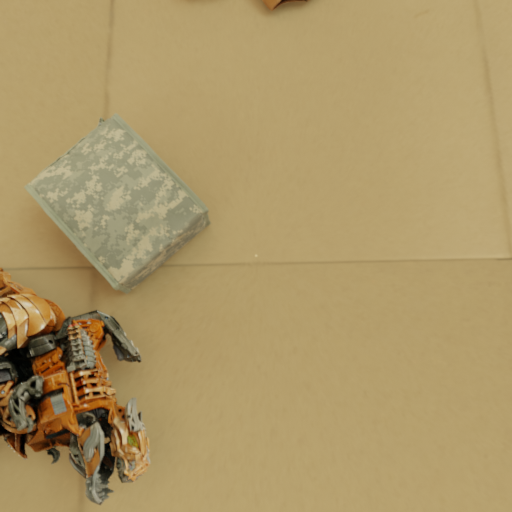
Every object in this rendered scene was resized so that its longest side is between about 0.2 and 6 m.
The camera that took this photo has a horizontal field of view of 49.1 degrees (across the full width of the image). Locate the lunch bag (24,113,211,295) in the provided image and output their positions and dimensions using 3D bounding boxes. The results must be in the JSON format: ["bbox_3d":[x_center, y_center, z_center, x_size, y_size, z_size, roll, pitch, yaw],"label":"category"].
[{"bbox_3d":[-2.452,-0.959,9.952,2.139,1.534,2.609,-42,87,-7],"label":"lunch bag"}]

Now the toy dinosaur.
[{"bbox_3d":[-4.094,1.900,9.170,3.709,2.791,5.464,-38,45,-22],"label":"toy dinosaur"}]

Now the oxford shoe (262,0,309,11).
[{"bbox_3d":[1.153,-5.786,11.635,2.309,0.824,0.823,-25,94,3],"label":"oxford shoe"}]
